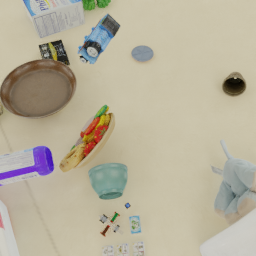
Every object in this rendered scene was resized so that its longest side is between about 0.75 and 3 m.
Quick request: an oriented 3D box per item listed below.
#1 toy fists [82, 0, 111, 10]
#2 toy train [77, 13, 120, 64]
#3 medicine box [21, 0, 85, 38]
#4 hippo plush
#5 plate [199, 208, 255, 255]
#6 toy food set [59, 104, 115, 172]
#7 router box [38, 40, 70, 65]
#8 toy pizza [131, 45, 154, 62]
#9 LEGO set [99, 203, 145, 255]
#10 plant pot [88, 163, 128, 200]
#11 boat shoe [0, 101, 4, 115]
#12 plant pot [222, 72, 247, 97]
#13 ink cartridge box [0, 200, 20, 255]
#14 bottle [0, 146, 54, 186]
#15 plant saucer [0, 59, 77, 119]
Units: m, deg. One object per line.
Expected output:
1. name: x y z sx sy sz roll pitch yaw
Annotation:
1. toy fists: -1.476 -5.772 12.645 1.425 0.490 0.726 -15 86 -11
2. toy train: -0.868 -2.521 8.054 0.671 0.885 1.548 38 62 -22
3. medicine box: -3.210 -5.117 11.944 2.138 1.101 1.948 -24 60 -15
4. hippo plush: 3.515 1.747 7.559 1.922 1.904 2.390 14 14 -11
5. plate: 3.315 3.253 5.899 0.482 2.980 2.974 -5 52 -41
6. toy food set: -1.125 0.304 8.179 0.502 2.062 2.041 38 30 -17
7. router box: -2.906 -2.876 10.992 0.954 0.317 1.213 -17 59 -11
8. toy pizza: 0.574 -2.940 11.140 0.892 0.141 0.892 0 59 0
9. LEGO set: -0.185 2.802 7.506 1.126 0.370 1.507 -6 68 -5
10. plant pot: -0.510 1.530 7.752 1.122 1.122 0.752 -8 60 -5
11. boat shoe: -4.402 -0.550 9.538 0.300 0.333 0.922 20 64 4
12. plant pot: 3.813 -1.641 10.022 0.809 0.809 0.702 17 42 11
13. ink cartridge box: -4.225 3.135 6.635 2.824 1.197 2.056 -21 60 -18
14. bottle: -3.245 1.093 7.365 2.442 1.020 0.797 -13 82 -5
15. plant saucer: -2.969 -1.283 9.418 2.535 0.407 2.535 0 58 0
